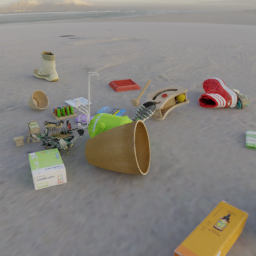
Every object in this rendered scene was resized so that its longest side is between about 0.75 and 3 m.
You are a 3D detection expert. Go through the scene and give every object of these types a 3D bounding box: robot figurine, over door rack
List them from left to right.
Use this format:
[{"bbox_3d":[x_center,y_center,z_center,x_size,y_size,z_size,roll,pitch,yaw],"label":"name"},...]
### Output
[{"bbox_3d":[-1.552,-1.106,10.171,0.643,1.931,1.427,11,13,-12],"label":"over door rack"},{"bbox_3d":[-0.578,0.099,9.977,1.955,1.131,1.715,13,20,30],"label":"robot figurine"}]

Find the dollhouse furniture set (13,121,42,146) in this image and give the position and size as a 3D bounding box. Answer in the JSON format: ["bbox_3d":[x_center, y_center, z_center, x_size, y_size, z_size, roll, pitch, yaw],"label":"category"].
[{"bbox_3d":[-3.883,0.092,10.600,0.967,0.608,1.093,-13,29,-24],"label":"dollhouse furniture set"}]

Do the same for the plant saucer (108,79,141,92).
[{"bbox_3d":[-0.209,-2.496,16.148,1.524,0.280,1.527,-9,27,-18],"label":"plant saucer"}]

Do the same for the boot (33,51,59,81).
[{"bbox_3d":[-5.170,-3.916,17.365,2.206,1.706,0.795,21,34,36],"label":"boot"}]

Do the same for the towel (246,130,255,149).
[{"bbox_3d":[4.855,0.476,10.376,0.943,0.194,1.264,8,30,19],"label":"towel"}]

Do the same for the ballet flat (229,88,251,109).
[{"bbox_3d":[5.334,-1.531,13.773,0.707,0.637,1.878,-20,34,-6],"label":"ballet flat"}]

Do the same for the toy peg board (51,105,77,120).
[{"bbox_3d":[-2.900,-0.804,12.568,0.923,0.451,0.919,-14,30,-27],"label":"toy peg board"}]

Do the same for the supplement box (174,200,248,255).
[{"bbox_3d":[1.786,2.394,5.954,0.676,0.699,2.031,24,37,38],"label":"supplement box"}]

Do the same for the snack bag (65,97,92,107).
[{"bbox_3d":[-2.475,-1.255,13.851,1.041,0.111,0.981,-18,31,-33],"label":"snack bag"}]

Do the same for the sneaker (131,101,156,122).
[{"bbox_3d":[0.541,-0.485,10.979,0.557,1.485,0.857,44,13,3],"label":"sneaker"}]

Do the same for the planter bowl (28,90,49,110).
[{"bbox_3d":[-4.274,-1.245,13.119,0.616,0.915,0.915,-17,15,33],"label":"planter bowl"}]

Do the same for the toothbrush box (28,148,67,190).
[{"bbox_3d":[-2.447,1.201,8.461,0.910,0.538,1.250,-11,28,-22],"label":"toothbrush box"}]

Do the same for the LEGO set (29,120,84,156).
[{"bbox_3d":[-2.478,0.373,10.199,1.808,0.789,2.784,3,14,1],"label":"LEGO set"}]

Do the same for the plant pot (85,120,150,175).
[{"bbox_3d":[-0.359,0.672,8.667,1.761,1.641,1.641,-7,23,20],"label":"plant pot"}]

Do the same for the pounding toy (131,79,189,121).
[{"bbox_3d":[1.420,-1.315,12.189,2.446,1.403,1.399,-21,36,-6],"label":"pounding toy"}]

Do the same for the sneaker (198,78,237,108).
[{"bbox_3d":[4.045,-1.803,13.941,1.557,1.056,2.695,-6,26,-14],"label":"sneaker"}]

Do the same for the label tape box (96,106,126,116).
[{"bbox_3d":[-0.703,-0.582,12.227,1.116,0.353,0.805,11,29,20],"label":"label tape box"}]

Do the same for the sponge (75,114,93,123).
[{"bbox_3d":[-1.688,-0.356,11.935,0.965,0.144,0.538,11,24,17],"label":"sponge"}]
